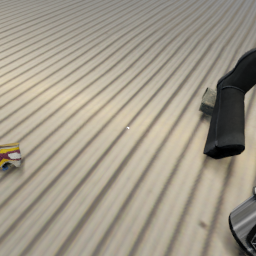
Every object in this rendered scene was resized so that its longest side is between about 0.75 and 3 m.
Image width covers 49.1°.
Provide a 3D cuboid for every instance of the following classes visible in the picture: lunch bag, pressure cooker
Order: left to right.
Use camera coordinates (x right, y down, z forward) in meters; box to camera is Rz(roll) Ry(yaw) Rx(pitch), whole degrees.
[{"bbox_3d":[2.453,-0.747,8.005,0.655,0.469,0.799,25,57,2],"label":"lunch bag"},{"bbox_3d":[2.366,1.495,4.576,1.010,1.148,1.025,17,37,-32],"label":"pressure cooker"}]

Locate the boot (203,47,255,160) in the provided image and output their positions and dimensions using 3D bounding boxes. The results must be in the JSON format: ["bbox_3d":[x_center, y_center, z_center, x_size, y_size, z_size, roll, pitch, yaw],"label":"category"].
[{"bbox_3d":[2.515,-0.507,6.338,0.726,1.822,2.211,25,61,-4],"label":"boot"}]

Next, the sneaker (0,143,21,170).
[{"bbox_3d":[-3.035,0.703,6.475,1.319,0.594,0.494,-9,0,27],"label":"sneaker"}]
